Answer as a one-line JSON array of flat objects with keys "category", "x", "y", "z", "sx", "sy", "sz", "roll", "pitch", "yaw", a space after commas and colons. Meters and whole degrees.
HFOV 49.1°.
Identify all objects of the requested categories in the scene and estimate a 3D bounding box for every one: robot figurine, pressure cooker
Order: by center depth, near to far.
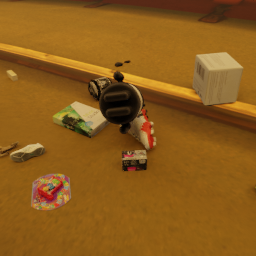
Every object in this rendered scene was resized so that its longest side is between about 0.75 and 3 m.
[{"category": "robot figurine", "x": -0.213, "y": -0.883, "z": 9.801, "sx": 1.458, "sy": 1.756, "sz": 2.337, "roll": 32, "pitch": 12, "yaw": 2}, {"category": "pressure cooker", "x": -1.357, "y": -1.881, "z": 13.448, "sx": 1.103, "sy": 0.985, "sz": 0.970, "roll": -21, "pitch": 26, "yaw": -26}]

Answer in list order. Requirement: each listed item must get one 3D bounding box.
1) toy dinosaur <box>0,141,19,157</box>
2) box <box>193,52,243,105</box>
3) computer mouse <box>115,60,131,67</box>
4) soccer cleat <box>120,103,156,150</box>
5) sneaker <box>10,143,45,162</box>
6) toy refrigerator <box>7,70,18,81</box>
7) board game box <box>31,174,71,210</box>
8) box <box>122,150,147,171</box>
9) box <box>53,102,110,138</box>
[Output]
[{"category": "toy dinosaur", "x": -5.040, "y": 0.846, "z": 10.214, "sx": 1.970, "sy": 0.573, "sz": 0.996, "roll": -1, "pitch": 20, "yaw": -14}, {"category": "box", "x": 4.171, "y": -2.360, "z": 13.305, "sx": 1.603, "sy": 1.871, "sz": 1.862, "roll": -7, "pitch": 36, "yaw": -4}, {"category": "computer mouse", "x": -0.316, "y": -3.943, "z": 16.894, "sx": 1.170, "sy": 0.199, "sz": 0.343, "roll": -28, "pitch": 44, "yaw": -33}, {"category": "soccer cleat", "x": 0.313, "y": -0.069, "z": 11.032, "sx": 1.261, "sy": 1.016, "sz": 2.961, "roll": -13, "pitch": 35, "yaw": 0}, {"category": "sneaker", "x": -3.666, "y": 0.879, "z": 10.168, "sx": 1.223, "sy": 0.430, "sz": 0.490, "roll": -14, "pitch": 33, "yaw": -30}, {"category": "toy refrigerator", "x": -6.323, "y": -2.875, "z": 15.330, "sx": 0.293, "sy": 0.317, "sz": 0.836, "roll": -25, "pitch": 42, "yaw": -30}, {"category": "board game box", "x": -2.442, "y": 1.888, "z": 8.838, "sx": 1.193, "sy": 0.294, "sz": 1.510, "roll": -8, "pitch": 37, "yaw": -10}, {"category": "box", "x": 0.211, "y": 1.112, "z": 9.670, "sx": 0.846, "sy": 0.559, "sz": 0.485, "roll": -3, "pitch": 36, "yaw": -4}, {"category": "box", "x": -1.920, "y": -0.401, "z": 11.895, "sx": 2.075, "sy": 0.377, "sz": 1.498, "roll": 19, "pitch": 40, "yaw": 26}]
